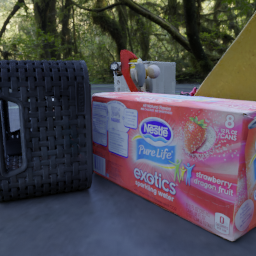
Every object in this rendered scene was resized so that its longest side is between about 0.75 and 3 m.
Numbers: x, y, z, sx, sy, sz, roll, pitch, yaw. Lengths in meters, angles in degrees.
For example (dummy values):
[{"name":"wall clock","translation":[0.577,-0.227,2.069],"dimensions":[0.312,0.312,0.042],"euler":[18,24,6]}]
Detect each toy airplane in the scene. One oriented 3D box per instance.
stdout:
[{"name":"toy airplane","translation":[0.618,-2.072,12.634],"dimensions":[1.947,2.747,2.759],"euler":[-27,34,8]}]

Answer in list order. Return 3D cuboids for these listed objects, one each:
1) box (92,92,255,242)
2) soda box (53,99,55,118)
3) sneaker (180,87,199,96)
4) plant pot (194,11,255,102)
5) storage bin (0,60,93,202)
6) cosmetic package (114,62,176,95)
[{"name":"box","translation":[0.743,0.239,4.350],"dimensions":[1.376,1.491,2.906],"euler":[-9,13,-38]},{"name":"soda box","translation":[-2.539,-0.685,10.965],"dimensions":[0.825,0.771,2.422],"euler":[-4,12,-18]},{"name":"sneaker","translation":[3.091,-1.100,11.893],"dimensions":[2.643,1.261,1.044],"euler":[-6,11,-37]},{"name":"plant pot","translation":[3.493,-0.638,4.329],"dimensions":[2.862,2.880,2.947],"euler":[-13,56,-38]},{"name":"storage bin","translation":[-1.657,-0.174,5.107],"dimensions":[1.383,1.995,2.951],"euler":[-4,12,-22]},{"name":"cosmetic package","translation":[1.004,-2.560,16.206],"dimensions":[2.411,2.426,2.899],"euler":[8,13,40]}]
